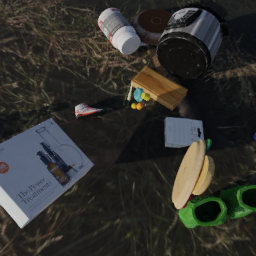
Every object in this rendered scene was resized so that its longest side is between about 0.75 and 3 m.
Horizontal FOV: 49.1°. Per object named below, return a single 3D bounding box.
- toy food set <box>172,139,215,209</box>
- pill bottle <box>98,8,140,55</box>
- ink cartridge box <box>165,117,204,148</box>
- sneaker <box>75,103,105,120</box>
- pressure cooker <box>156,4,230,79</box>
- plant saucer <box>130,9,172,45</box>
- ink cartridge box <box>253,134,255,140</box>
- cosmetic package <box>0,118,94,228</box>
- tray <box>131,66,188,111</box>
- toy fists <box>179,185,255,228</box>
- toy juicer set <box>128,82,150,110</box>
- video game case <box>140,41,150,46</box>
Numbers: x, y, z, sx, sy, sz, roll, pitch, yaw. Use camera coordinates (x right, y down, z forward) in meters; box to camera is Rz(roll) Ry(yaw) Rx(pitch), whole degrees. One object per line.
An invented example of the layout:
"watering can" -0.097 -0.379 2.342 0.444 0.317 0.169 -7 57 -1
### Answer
"toy food set" 1.758 1.224 7.613 0.501 2.059 2.038 21 38 4
"pill bottle" -0.381 -4.242 12.357 1.147 1.147 2.013 -26 63 -14
"ink cartridge box" 2.049 0.190 10.300 1.382 0.327 1.106 6 59 -4
"sneaker" -1.477 -0.717 10.754 1.104 0.369 0.592 -13 63 -4
"pressure cooker" 2.567 -3.610 11.364 2.310 2.346 2.627 31 64 -1
"plant saucer" 1.322 -4.840 13.060 2.445 0.447 2.445 1 58 -1
"ink cartridge box" 5.834 0.111 10.196 2.255 0.499 1.060 -28 64 -15
"cosmetic package" -2.635 1.129 8.202 2.119 0.726 2.811 45 38 4
"tray" 1.250 -1.651 11.302 2.056 0.381 1.014 34 65 19
"toy fists" 2.881 2.359 8.412 2.712 1.382 0.933 -15 79 -8
"toy juicer set" 0.324 -1.002 9.331 0.304 0.711 1.117 11 23 -33
"video game case" 0.806 -4.163 12.911 0.942 0.112 0.857 -11 60 -6
